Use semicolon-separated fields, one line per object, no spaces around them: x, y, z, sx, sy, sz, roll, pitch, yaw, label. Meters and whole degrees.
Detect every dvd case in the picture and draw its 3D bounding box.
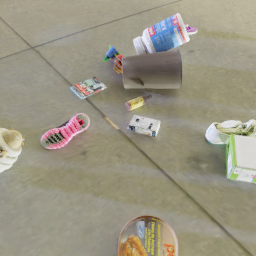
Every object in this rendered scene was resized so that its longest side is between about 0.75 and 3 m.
-1.828;-1.874;12.963;1.365;0.150;0.997;-31;53;-26;dvd case

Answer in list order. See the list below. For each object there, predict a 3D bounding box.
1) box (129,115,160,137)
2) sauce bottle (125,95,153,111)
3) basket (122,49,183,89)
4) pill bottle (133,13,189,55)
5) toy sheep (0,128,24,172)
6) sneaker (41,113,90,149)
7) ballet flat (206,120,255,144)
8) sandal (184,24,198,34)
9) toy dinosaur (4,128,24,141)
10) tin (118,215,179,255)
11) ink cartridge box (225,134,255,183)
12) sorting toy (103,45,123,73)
0.661;-0.095;11.075;1.110;0.334;0.647;15;47;14;box
0.488;-1.134;12.065;1.226;0.405;0.405;-26;51;-23;sauce bottle
1.038;-2.560;12.586;2.515;1.710;2.267;-4;22;3;basket
1.515;-4.184;13.047;2.383;1.337;1.337;-22;43;18;pill bottle
-4.466;0.815;9.330;2.268;1.564;1.564;-31;48;8;toy sheep
-2.400;0.118;10.723;1.985;0.784;0.947;-31;15;-12;sneaker
4.312;0.108;10.496;2.711;0.941;0.941;-2;45;-3;ballet flat
3.033;-6.091;16.819;2.294;0.564;0.933;12;47;12;sandal
-4.909;0.234;10.646;2.226;0.528;0.981;27;36;25;toy dinosaur
0.518;3.688;7.217;1.602;0.599;2.861;0;45;6;tin
4.480;1.117;9.594;2.000;0.757;1.478;9;46;7;ink cartridge box
-0.649;-3.386;13.996;0.830;1.215;2.022;-46;43;9;sorting toy
